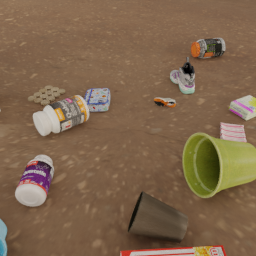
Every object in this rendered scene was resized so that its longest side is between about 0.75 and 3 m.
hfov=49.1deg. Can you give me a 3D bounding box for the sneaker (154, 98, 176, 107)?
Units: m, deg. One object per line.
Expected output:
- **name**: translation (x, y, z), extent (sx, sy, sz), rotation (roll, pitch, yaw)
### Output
- **sneaker**: translation (1.417, -1.014, 10.722), extent (0.845, 0.320, 0.388), rotation (14, 30, 6)

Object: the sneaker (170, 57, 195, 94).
- **sneaker**: translation (2.342, -2.384, 11.714), extent (0.716, 1.289, 1.843), rotation (-10, 37, -14)

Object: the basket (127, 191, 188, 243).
- **basket**: translation (0.664, 1.983, 6.033), extent (1.099, 0.991, 0.747), rotation (19, 18, 1)

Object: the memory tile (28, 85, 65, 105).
- **memory tile**: translation (-3.264, -1.323, 11.266), extent (1.016, 0.111, 1.326), rotation (17, 40, 22)

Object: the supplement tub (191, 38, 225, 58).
- **supplement tub**: translation (4.084, -4.081, 14.349), extent (1.539, 0.943, 0.943), rotation (-8, 37, -13)

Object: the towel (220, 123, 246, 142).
- **towel**: translation (3.441, 0.157, 9.185), extent (0.784, 0.160, 1.071), rotation (8, 37, 10)

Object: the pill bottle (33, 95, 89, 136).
- **pill bottle**: translation (-2.195, -0.405, 9.269), extent (1.650, 0.960, 0.960), rotation (-26, 43, -32)

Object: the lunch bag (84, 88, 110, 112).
- **lunch bag**: translation (-1.195, -1.073, 10.626), extent (1.012, 0.477, 1.263), rotation (0, 35, 3)

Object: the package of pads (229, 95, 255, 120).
- **package of pads**: translation (4.378, -0.764, 10.264), extent (1.124, 0.383, 0.868), rotation (-19, 41, -25)

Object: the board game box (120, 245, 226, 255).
- **board game box**: translation (0.910, 2.986, 5.008), extent (2.057, 0.476, 1.558), rotation (-2, 36, -3)

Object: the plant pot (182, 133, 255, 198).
- **plant pot**: translation (2.460, 0.899, 7.176), extent (1.481, 1.611, 1.611), rotation (-1, 35, -20)

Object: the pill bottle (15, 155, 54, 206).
- **pill bottle**: translation (-2.322, 1.291, 7.138), extent (0.727, 0.727, 1.292), rotation (0, 36, 0)

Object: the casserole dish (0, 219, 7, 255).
- **casserole dish**: translation (-3.653, 2.820, 5.169), extent (1.811, 0.580, 2.990), rotation (29, 45, 33)
